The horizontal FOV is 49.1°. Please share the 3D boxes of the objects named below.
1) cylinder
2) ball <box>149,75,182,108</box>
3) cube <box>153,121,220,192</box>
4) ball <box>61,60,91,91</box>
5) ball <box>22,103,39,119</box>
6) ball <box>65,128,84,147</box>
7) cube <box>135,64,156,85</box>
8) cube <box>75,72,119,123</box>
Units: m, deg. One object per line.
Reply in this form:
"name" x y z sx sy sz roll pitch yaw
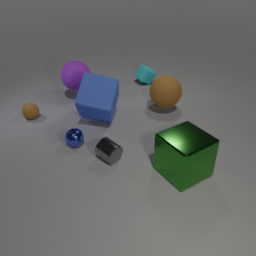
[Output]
"cylinder" -0.645 0.762 9.508 0.700 0.700 0.700 32 44 28
"ball" 1.631 -1.582 12.147 1.400 1.400 1.400 0 33 0
"cube" 1.776 0.838 8.783 1.400 1.400 1.400 -20 38 -27
"ball" -2.415 -2.440 13.091 1.400 1.400 1.400 0 33 0
"ball" -4.132 -0.728 11.894 0.700 0.700 0.700 0 33 0
"ball" -1.957 0.351 10.231 0.700 0.700 0.700 0 33 0
"cube" 0.930 -2.843 14.844 0.700 0.700 0.700 12 31 -39
"cube" -1.193 -1.190 11.252 1.400 1.400 1.400 12 72 2
